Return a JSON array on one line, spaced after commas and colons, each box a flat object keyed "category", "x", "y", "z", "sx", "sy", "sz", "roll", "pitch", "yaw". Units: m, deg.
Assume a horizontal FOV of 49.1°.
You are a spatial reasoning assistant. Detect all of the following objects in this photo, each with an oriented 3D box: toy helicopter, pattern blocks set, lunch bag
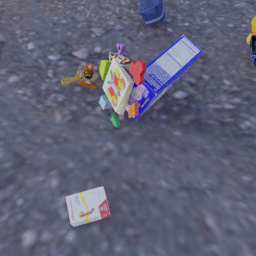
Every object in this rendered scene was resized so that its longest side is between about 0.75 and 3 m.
[{"category": "toy helicopter", "x": -1.406, "y": -1.418, "z": 8.294, "sx": 1.118, "sy": 0.441, "sz": 0.740, "roll": -19, "pitch": 66, "yaw": -23}, {"category": "pattern blocks set", "x": -0.256, "y": -0.989, "z": 6.750, "sx": 0.168, "sy": 2.070, "sz": 1.820, "roll": -14, "pitch": 46, "yaw": -29}, {"category": "lunch bag", "x": 0.968, "y": -4.579, "z": 10.825, "sx": 0.848, "sy": 0.826, "sz": 1.248, "roll": -12, "pitch": 51, "yaw": 26}]

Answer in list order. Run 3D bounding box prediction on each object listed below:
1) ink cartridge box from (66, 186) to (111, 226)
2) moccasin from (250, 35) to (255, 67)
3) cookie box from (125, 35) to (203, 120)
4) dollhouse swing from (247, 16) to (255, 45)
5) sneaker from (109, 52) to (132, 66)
[{"category": "ink cartridge box", "x": -0.791, "y": 1.561, "z": 5.566, "sx": 0.777, "sy": 0.324, "sz": 0.564, "roll": -14, "pitch": 63, "yaw": -7}, {"category": "moccasin", "x": 3.734, "y": -2.172, "z": 8.134, "sx": 0.456, "sy": 0.387, "sz": 1.134, "roll": -24, "pitch": 66, "yaw": 28}, {"category": "cookie box", "x": 0.806, "y": -1.274, "z": 7.257, "sx": 0.715, "sy": 1.627, "sz": 1.903, "roll": 45, "pitch": 64, "yaw": 3}, {"category": "dollhouse swing", "x": 4.647, "y": -3.236, "z": 7.992, "sx": 2.285, "sy": 2.599, "sz": 2.362, "roll": -16, "pitch": 54, "yaw": -46}, {"category": "sneaker", "x": -0.238, "y": -2.110, "z": 8.482, "sx": 0.754, "sy": 0.340, "sz": 0.283, "roll": 12, "pitch": 44, "yaw": 18}]
